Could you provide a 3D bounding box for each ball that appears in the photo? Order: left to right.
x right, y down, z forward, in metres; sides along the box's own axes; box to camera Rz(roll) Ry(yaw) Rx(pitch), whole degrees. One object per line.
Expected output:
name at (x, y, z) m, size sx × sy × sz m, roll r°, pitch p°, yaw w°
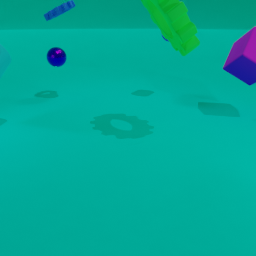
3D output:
ball at (-2.770, -2.749, 10.869) m, size 0.762 × 0.762 × 0.762 m, roll 0°, pitch 22°, yaw 0°

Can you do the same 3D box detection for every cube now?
cube at (3.988, -2.264, 8.976) m, size 1.146 × 1.146 × 1.146 m, roll 29°, pitch -16°, yaw -7°

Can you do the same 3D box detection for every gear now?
gear at (-2.450, -4.205, 10.033) m, size 1.165 × 0.216 × 1.165 m, roll -24°, pitch 22°, yaw 10°
gear at (0.903, -2.673, 6.580) m, size 0.386 × 2.086 × 2.086 m, roll -36°, pitch 21°, yaw 8°

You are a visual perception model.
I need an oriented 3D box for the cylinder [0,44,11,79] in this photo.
cylinder at (-3.877, -1.649, 7.359) m, size 1.142 × 1.142 × 1.142 m, roll 8°, pitch 61°, yaw 20°

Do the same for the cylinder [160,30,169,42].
cylinder at (1.629, -3.790, 10.585) m, size 0.816 × 0.816 × 0.816 m, roll 6°, pitch -4°, yaw 14°
